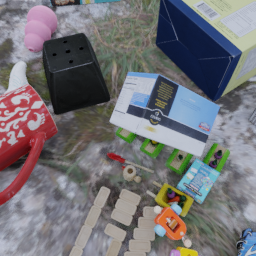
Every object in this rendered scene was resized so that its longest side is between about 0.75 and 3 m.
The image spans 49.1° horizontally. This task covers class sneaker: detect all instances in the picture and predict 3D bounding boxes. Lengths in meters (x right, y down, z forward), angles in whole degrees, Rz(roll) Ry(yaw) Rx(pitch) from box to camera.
[{"bbox_3d":[-2.866,-1.048,7.448,0.643,0.565,1.605,11,64,-12],"label":"sneaker"},{"bbox_3d":[2.327,2.542,5.387,2.111,0.829,0.941,-18,50,-20],"label":"sneaker"}]

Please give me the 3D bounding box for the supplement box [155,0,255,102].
[{"bbox_3d":[2.612,-2.677,7.545,2.641,1.775,2.644,-31,66,-15],"label":"supplement box"}]

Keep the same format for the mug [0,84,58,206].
[{"bbox_3d":[-2.832,0.407,6.190,2.478,1.654,2.200,-34,92,-21],"label":"mug"}]

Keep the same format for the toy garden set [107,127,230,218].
[{"bbox_3d":[0.784,0.656,6.478,2.579,0.515,2.150,31,66,15],"label":"toy garden set"}]

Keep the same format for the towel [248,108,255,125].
[{"bbox_3d":[3.536,-0.314,6.571,1.065,1.286,0.550,37,70,19],"label":"towel"}]

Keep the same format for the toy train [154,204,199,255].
[{"bbox_3d":[0.609,2.493,5.343,1.437,0.532,1.913,43,65,-2],"label":"toy train"}]

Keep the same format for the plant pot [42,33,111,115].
[{"bbox_3d":[-1.420,-1.482,7.155,1.539,1.366,1.536,-16,62,-7],"label":"plant pot"}]

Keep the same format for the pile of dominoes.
[{"bbox_3d":[-0.224,2.268,5.857,1.475,0.301,1.893,22,72,11],"label":"pile of dominoes"}]

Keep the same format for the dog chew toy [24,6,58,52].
[{"bbox_3d":[-2.618,-2.861,8.219,0.879,0.879,1.412,10,69,5],"label":"dog chew toy"}]

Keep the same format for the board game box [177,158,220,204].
[{"bbox_3d":[1.535,1.143,6.100,0.608,0.189,0.806,33,62,18],"label":"board game box"}]

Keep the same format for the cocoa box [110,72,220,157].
[{"bbox_3d":[0.751,-0.289,5.731,1.745,1.163,1.145,20,91,-32],"label":"cocoa box"}]

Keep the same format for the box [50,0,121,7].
[{"bbox_3d":[-1.423,-4.581,9.043,2.320,0.955,0.570,-7,62,-3],"label":"box"}]
